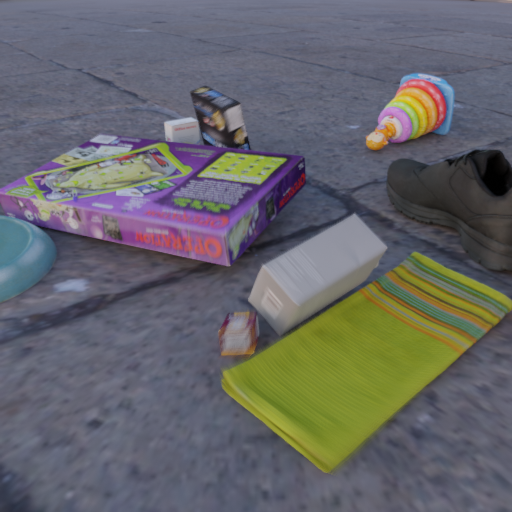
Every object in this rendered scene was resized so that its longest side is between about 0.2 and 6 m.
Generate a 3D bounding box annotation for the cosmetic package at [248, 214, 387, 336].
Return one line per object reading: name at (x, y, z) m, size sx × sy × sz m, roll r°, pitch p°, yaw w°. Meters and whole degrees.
cosmetic package at (0.848, 0.242, 7.611) m, size 1.735 × 0.927 × 0.782 m, roll -31°, pitch 68°, yaw -31°

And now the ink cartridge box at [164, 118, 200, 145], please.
ink cartridge box at (-1.661, -2.606, 12.743) m, size 0.690 × 0.954 × 0.404 m, roll -17°, pitch 35°, yaw -27°

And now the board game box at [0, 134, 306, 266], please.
board game box at (-1.886, -1.239, 10.214) m, size 4.876 × 0.788 × 2.927 m, roll 12°, pitch 33°, yaw 26°

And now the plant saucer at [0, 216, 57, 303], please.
plant saucer at (-4.679, 0.014, 8.877) m, size 2.854 × 0.391 × 2.854 m, roll 0°, pitch 31°, yaw 0°

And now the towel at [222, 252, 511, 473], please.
towel at (1.583, 1.046, 7.144) m, size 3.989 × 0.360 × 1.717 m, roll -26°, pitch 38°, yaw -36°

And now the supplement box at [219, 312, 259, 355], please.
supplement box at (-0.203, 0.965, 7.057) m, size 0.411 × 0.319 × 0.745 m, roll -4°, pitch 11°, yaw 6°

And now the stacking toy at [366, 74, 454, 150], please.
stacking toy at (3.586, -3.343, 13.911) m, size 1.540 × 1.456 × 2.654 m, roll 30°, pitch 53°, yaw 36°

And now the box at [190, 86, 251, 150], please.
box at (-0.696, -2.558, 11.823) m, size 0.428 × 1.710 × 1.723 m, roll -25°, pitch 37°, yaw -18°

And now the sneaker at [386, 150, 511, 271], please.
sneaker at (3.605, -1.188, 9.700) m, size 1.361 × 1.627 × 3.585 m, roll -16°, pitch 33°, yaw -22°
